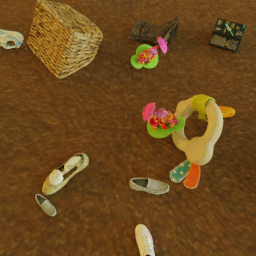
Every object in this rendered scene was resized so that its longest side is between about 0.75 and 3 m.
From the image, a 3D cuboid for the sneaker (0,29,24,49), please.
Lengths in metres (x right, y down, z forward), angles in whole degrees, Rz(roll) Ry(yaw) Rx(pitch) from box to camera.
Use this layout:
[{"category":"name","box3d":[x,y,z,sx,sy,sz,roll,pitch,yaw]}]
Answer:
[{"category":"sneaker","box3d":[-5.016,-3.559,11.266,1.496,0.572,0.604,3,60,4]}]

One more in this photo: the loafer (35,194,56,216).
[{"category":"loafer","box3d":[-2.339,2.168,7.900,0.806,0.281,0.282,36,65,20]}]

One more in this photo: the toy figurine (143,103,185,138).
[{"category":"toy figurine","box3d":[0.942,-0.312,8.298,1.234,1.136,0.927,0,69,27]}]

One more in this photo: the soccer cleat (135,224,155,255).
[{"category":"soccer cleat","box3d":[0.478,3.058,7.211,0.425,0.525,1.216,-11,59,-7]}]

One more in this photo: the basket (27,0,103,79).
[{"category":"basket","box3d":[-2.431,-3.460,11.050,2.623,1.954,1.872,45,35,24]}]

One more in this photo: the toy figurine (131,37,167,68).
[{"category":"toy figurine","box3d":[0.861,-2.795,10.207,1.297,1.194,0.974,-33,94,-28]}]

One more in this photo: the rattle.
[{"category":"rattle","box3d":[2.410,0.526,8.835,1.833,2.011,2.816,-11,70,31]}]

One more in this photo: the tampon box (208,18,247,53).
[{"category":"tampon box","box3d":[3.976,-3.720,11.245,1.186,0.748,0.889,21,61,13]}]

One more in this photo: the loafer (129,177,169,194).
[{"category":"loafer","box3d":[0.619,1.663,8.137,1.165,0.407,0.407,5,59,3]}]

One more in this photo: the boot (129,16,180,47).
[{"category":"boot","box3d":[1.109,-4.168,11.573,1.690,0.672,1.941,25,64,14]}]

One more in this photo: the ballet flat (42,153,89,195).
[{"category":"ballet flat","box3d":[-1.883,1.295,8.289,1.644,0.581,0.581,-37,65,-20]}]
